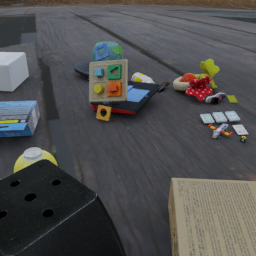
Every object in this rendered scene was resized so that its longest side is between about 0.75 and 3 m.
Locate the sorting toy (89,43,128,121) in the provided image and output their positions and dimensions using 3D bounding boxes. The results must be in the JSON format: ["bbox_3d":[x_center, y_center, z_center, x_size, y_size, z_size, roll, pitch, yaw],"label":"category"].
[{"bbox_3d":[-0.787,-1.714,10.234,1.633,2.899,0.395,0,-1,23],"label":"sorting toy"}]

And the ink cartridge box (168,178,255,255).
[{"bbox_3d":[1.924,2.157,5.316,2.159,0.984,2.621,3,30,4],"label":"ink cartridge box"}]

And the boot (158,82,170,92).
[{"bbox_3d":[1.691,-1.916,13.225,0.849,0.317,0.412,-22,45,-17],"label":"boot"}]

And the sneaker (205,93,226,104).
[{"bbox_3d":[3.799,-1.217,11.903,0.965,0.356,0.422,-15,33,-16],"label":"sneaker"}]

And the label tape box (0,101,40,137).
[{"bbox_3d":[-4.102,-0.167,9.668,1.625,0.713,2.253,-3,30,-5],"label":"label tape box"}]

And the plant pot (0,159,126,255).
[{"bbox_3d":[-1.477,1.901,4.774,2.249,2.000,2.255,25,37,36],"label":"plant pot"}]

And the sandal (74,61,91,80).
[{"bbox_3d":[-1.786,-2.717,14.450,2.719,0.582,1.034,32,49,29],"label":"sandal"}]

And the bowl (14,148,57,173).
[{"bbox_3d":[-2.604,0.941,7.810,1.205,0.649,1.205,1,30,0],"label":"bowl"}]

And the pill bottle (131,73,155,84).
[{"bbox_3d":[0.742,-2.147,13.213,0.649,0.649,1.246,-17,34,-28],"label":"pill bottle"}]

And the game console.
[{"bbox_3d":[-0.117,-1.349,11.561,2.200,0.386,2.488,7,35,29],"label":"game console"}]

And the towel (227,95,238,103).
[{"bbox_3d":[4.568,-1.270,12.268,0.331,0.069,0.769,4,30,5],"label":"towel"}]

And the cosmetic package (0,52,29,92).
[{"bbox_3d":[-6.340,-2.790,13.623,2.195,1.349,2.188,2,30,3],"label":"cosmetic package"}]

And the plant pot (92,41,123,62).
[{"bbox_3d":[-1.148,-3.905,15.447,1.875,1.504,1.875,0,30,0],"label":"plant pot"}]

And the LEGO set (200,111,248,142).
[{"bbox_3d":[3.456,-0.138,9.867,1.341,0.441,1.795,-4,37,-2],"label":"LEGO set"}]

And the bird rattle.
[{"bbox_3d":[3.065,-1.999,12.803,2.070,1.430,2.539,4,35,39],"label":"bird rattle"}]
